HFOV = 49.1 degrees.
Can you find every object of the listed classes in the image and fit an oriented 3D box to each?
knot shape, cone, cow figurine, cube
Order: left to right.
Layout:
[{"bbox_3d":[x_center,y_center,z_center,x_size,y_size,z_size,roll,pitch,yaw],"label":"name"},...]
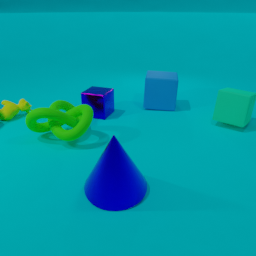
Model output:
[{"bbox_3d":[-3.771,-0.597,9.337,0.960,0.536,0.976,13,45,1],"label":"cow figurine"},{"bbox_3d":[-1.949,-0.238,7.871,1.766,0.872,1.887,-5,16,-19],"label":"knot shape"},{"bbox_3d":[-1.014,-0.871,9.533,0.854,0.854,0.854,9,26,18],"label":"cube"},{"bbox_3d":[-0.256,0.667,5.447,1.305,1.309,1.305,0,35,0],"label":"cone"},{"bbox_3d":[1.194,-1.384,10.225,1.137,1.137,1.137,5,25,6],"label":"cube"},{"bbox_3d":[3.325,-0.672,8.727,0.962,0.962,0.962,18,21,30],"label":"cube"}]
